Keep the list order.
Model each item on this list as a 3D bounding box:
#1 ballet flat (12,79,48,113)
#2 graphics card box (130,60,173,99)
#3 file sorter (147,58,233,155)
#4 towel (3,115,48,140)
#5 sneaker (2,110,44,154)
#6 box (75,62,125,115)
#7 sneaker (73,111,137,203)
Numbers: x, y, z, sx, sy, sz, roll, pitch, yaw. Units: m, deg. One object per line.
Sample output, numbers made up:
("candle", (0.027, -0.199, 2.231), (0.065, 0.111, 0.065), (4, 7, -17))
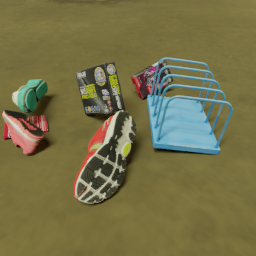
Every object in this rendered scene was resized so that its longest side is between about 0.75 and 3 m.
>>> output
("ballet flat", (-2.959, -0.924, 8.226), (0.714, 0.683, 2.029), (-4, 25, 2))
("graphics card box", (0.812, -1.637, 9.343), (1.282, 0.805, 0.326), (-31, 26, -10))
("file sorter", (1.548, -0.702, 7.591), (1.703, 1.506, 2.454), (6, 36, -5))
("towel", (-2.932, -0.037, 8.015), (1.195, 0.134, 0.864), (-10, 37, -15))
("sneaker", (-2.891, 0.086, 7.319), (1.711, 0.742, 0.630), (35, 15, 37))
("box", (-0.820, -1.062, 7.896), (0.364, 1.316, 1.643), (-21, 13, -36))
("sneaker", (-0.573, 0.671, 6.415), (1.030, 0.934, 2.425), (-20, 33, 45))
